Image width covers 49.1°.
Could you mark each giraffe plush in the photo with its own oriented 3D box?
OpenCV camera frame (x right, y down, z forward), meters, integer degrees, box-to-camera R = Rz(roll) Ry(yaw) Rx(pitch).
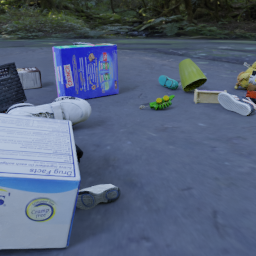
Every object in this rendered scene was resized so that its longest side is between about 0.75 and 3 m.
[{"bbox_3d":[5.876,-2.368,13.228,1.451,1.544,1.789,-37,48,-24],"label":"giraffe plush"}]

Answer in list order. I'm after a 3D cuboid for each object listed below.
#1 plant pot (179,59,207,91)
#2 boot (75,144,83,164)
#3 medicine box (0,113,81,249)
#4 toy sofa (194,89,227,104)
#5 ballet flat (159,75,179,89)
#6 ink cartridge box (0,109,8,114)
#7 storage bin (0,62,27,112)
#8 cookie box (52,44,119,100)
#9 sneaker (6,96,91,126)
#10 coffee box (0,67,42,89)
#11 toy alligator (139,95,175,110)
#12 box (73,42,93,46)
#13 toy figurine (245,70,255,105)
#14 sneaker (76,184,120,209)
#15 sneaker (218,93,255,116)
[{"bbox_3d":[2.827,-2.503,12.846,1.157,1.237,1.157,-20,-14,-5],"label":"plant pot"},{"bbox_3d":[-1.542,0.563,6.674,0.367,0.923,1.119,-22,52,-41],"label":"boot"},{"bbox_3d":[-2.091,0.703,4.743,2.235,1.263,2.453,7,20,-17],"label":"medicine box"},{"bbox_3d":[3.332,-1.286,11.365,1.251,0.518,0.611,3,23,8],"label":"toy sofa"},{"bbox_3d":[2.037,-2.221,13.901,0.557,0.533,1.582,18,14,-24],"label":"ballet flat"},{"bbox_3d":[-4.212,-0.399,9.317,1.097,0.366,0.636,7,22,16],"label":"ink cartridge box"},{"bbox_3d":[-5.048,-1.146,9.081,2.904,1.361,1.963,-2,21,28],"label":"storage bin"},{"bbox_3d":[-1.746,-2.416,11.955,2.561,2.191,0.963,-13,22,-31],"label":"cookie box"},{"bbox_3d":[-2.388,-0.211,8.098,2.604,0.978,1.496,-6,22,-1],"label":"sneaker"},{"bbox_3d":[-5.436,-2.391,13.672,2.177,0.869,1.230,-11,24,-25],"label":"coffee box"},{"bbox_3d":[1.134,-0.844,10.462,1.432,0.425,0.389,-20,65,-5],"label":"toy alligator"},{"bbox_3d":[-2.009,-3.175,14.028,1.624,2.060,0.513,18,28,38],"label":"box"},{"bbox_3d":[5.087,-1.472,10.716,0.960,1.359,1.381,17,27,23],"label":"toy figurine"},{"bbox_3d":[-0.641,1.263,5.274,0.962,0.358,0.419,-2,9,-23],"label":"sneaker"},{"bbox_3d":[4.036,-0.914,10.365,0.586,0.578,1.475,-17,38,-27],"label":"sneaker"}]
